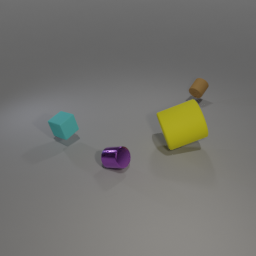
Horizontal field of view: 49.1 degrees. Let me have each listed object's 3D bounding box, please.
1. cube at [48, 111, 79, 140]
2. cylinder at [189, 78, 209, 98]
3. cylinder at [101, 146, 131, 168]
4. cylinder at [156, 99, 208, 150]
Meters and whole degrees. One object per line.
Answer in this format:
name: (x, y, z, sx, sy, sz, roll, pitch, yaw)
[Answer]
cube: (-2.356, -0.100, 10.245, 0.700, 0.700, 0.700, 15, 45, 34)
cylinder: (3.393, -1.915, 13.443, 0.700, 0.700, 0.700, 24, 68, 36)
cylinder: (-0.392, 0.955, 9.081, 0.700, 0.700, 0.700, -6, 19, 42)
cylinder: (1.881, -0.114, 9.797, 1.400, 1.400, 1.400, -21, 30, 5)
